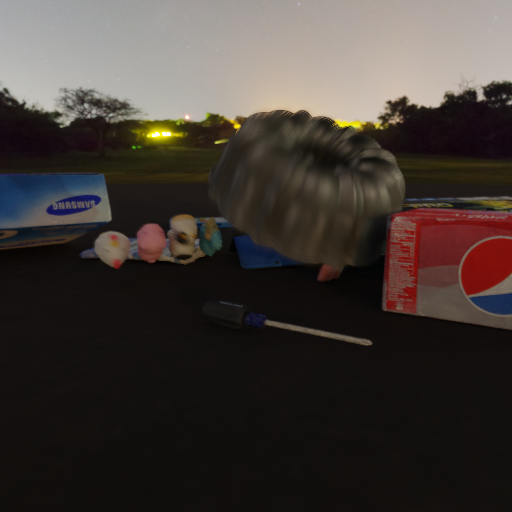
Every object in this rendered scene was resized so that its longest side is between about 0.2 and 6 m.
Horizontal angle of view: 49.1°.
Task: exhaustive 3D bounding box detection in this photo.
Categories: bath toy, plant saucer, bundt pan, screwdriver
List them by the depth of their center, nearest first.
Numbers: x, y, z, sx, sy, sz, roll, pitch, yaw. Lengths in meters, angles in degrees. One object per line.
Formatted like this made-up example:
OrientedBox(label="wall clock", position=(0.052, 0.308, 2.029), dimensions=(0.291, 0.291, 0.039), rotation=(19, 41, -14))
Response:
OrientedBox(label="screwdriver", position=(0.198, 0.639, 5.262), dimensions=(1.905, 0.266, 0.277), rotation=(5, -18, 42))
OrientedBox(label="bundt pan", position=(0.753, -1.071, 7.319), dimensions=(2.676, 1.004, 2.676), rotation=(12, 37, -9))
OrientedBox(label="plant saucer", position=(1.158, -0.089, 7.763), dimensions=(0.261, 1.030, 1.030), rotation=(23, 13, 7))
OrientedBox(label="bath toy", position=(-1.408, -0.175, 8.040), dimensions=(1.743, 0.758, 0.644), rotation=(-9, 32, -18))

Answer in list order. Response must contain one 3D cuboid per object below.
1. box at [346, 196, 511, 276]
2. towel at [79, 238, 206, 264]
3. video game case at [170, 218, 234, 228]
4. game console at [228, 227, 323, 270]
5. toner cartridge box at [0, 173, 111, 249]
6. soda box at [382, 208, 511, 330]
OrientedBox(label="box", position=(3.221, -0.411, 9.561), dimensions=(3.757, 0.923, 3.028), rotation=(-1, 10, -1))
OrientedBox(label="towel", position=(-1.852, -0.093, 9.969), dimensions=(2.051, 0.244, 1.506), rotation=(1, 11, 19))
OrientedBox(label="video game case", position=(-1.411, -0.891, 15.080), dimensions=(1.785, 0.159, 1.277), rotation=(-1, 10, -8))
OrientedBox(label="game console", position=(0.401, -0.039, 9.578), dimensions=(1.595, 0.943, 1.361), rotation=(-4, -20, -10))
OrientedBox(label="toner cartridge box", position=(-4.963, -0.651, 9.457), dimensions=(4.438, 0.958, 2.108), rotation=(-9, -3, -43))
OrientedBox(label="soda box", position=(3.154, 0.159, 5.630), dimensions=(3.534, 1.121, 1.237), rotation=(7, 11, 33))
